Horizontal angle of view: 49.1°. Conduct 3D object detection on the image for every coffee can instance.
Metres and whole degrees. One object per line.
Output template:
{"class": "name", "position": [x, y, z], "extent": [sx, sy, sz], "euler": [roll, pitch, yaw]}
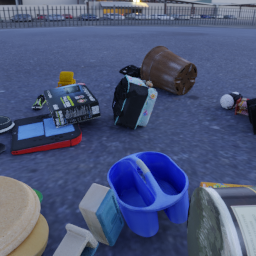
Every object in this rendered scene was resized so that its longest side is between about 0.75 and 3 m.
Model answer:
{"class": "coffee can", "position": [2.441, 1.794, 3.864], "extent": [2.797, 2.047, 2.047], "euler": [-1, 25, -3]}

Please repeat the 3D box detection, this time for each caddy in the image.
{"class": "caddy", "position": [0.398, 1.201, 5.860], "extent": [1.459, 1.083, 2.064], "euler": [-18, 24, -12]}

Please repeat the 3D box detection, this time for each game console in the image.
{"class": "game console", "position": [-2.815, 0.061, 9.579], "extent": [2.198, 0.386, 2.486], "euler": [-8, 26, -17]}

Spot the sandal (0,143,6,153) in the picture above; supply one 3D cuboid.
{"class": "sandal", "position": [-4.573, 0.486, 8.620], "extent": [1.792, 0.384, 0.681], "euler": [10, 30, 21]}

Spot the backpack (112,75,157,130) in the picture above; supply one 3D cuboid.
{"class": "backpack", "position": [0.167, -1.011, 10.381], "extent": [1.493, 1.712, 1.947], "euler": [10, 21, -19]}

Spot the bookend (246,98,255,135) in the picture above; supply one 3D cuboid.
{"class": "bookend", "position": [5.394, -0.956, 10.315], "extent": [2.374, 1.101, 2.389], "euler": [-15, 19, 10]}

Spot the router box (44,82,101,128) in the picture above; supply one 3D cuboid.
{"class": "router box", "position": [-2.083, -0.906, 10.205], "extent": [1.600, 0.663, 2.135], "euler": [-16, 32, -17]}

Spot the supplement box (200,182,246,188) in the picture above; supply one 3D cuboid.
{"class": "supplement box", "position": [2.280, 1.545, 6.336], "extent": [1.284, 0.442, 0.427], "euler": [1, 23, 8]}

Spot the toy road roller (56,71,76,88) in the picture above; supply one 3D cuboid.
{"class": "toy road roller", "position": [-2.959, -2.075, 13.327], "extent": [0.904, 1.074, 1.471], "euler": [1, 25, 2]}

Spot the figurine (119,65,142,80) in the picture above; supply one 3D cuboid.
{"class": "figurine", "position": [1.427, -3.256, 15.742], "extent": [2.855, 1.259, 2.926], "euler": [14, 24, 40]}

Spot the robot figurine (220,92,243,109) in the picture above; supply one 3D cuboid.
{"class": "robot figurine", "position": [4.419, -1.162, 11.910], "extent": [1.032, 0.775, 0.644], "euler": [-16, 45, -29]}

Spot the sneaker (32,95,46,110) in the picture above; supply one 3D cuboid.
{"class": "sneaker", "position": [-3.860, -1.144, 12.051], "extent": [0.406, 0.469, 1.133], "euler": [0, 25, 0]}

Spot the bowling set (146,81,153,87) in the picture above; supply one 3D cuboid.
{"class": "bowling set", "position": [0.812, -1.389, 12.138], "extent": [0.834, 1.199, 0.644], "euler": [43, 13, 21]}

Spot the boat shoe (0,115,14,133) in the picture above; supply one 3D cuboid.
{"class": "boat shoe", "position": [-5.175, -0.274, 9.766], "extent": [2.372, 0.716, 0.897], "euler": [-1, 28, 6]}

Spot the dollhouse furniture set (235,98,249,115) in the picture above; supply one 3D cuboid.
{"class": "dollhouse furniture set", "position": [5.015, -0.957, 11.463], "extent": [0.827, 0.625, 1.536], "euler": [16, 30, 31]}

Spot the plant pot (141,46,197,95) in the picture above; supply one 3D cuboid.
{"class": "plant pot", "position": [2.097, -2.736, 13.791], "extent": [2.139, 2.139, 2.118], "euler": [-18, 37, -34]}

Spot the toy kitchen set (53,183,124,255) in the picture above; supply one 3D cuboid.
{"class": "toy kitchen set", "position": [-0.243, 2.241, 4.416], "extent": [1.664, 1.223, 2.077], "euler": [13, 48, 24]}

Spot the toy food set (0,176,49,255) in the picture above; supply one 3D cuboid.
{"class": "toy food set", "position": [-3.042, 1.818, 5.448], "extent": [2.774, 0.675, 2.745], "euler": [-11, 27, -22]}
